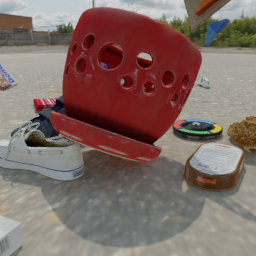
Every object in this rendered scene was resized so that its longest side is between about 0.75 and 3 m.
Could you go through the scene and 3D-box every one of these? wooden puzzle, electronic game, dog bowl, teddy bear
[{"bbox_3d":[1.510,-2.623,5.181,0.241,1.392,2.063,15,48,-34],"label":"wooden puzzle"},{"bbox_3d":[1.729,-0.008,7.000,1.229,0.256,1.229,0,18,0],"label":"electronic game"},{"bbox_3d":[-0.130,-1.897,10.772,2.361,0.930,2.361,1,1,0],"label":"dog bowl"},{"bbox_3d":[2.894,0.131,6.213,1.400,0.645,1.931,13,13,16],"label":"teddy bear"}]

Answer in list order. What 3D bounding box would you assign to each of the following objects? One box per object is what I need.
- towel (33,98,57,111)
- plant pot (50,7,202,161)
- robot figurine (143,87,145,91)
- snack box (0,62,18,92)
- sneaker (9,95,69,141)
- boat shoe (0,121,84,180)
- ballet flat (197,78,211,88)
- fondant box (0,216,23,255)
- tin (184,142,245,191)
[{"bbox_3d":[-2.241,-0.878,9.780,2.002,0.225,1.448,-5,16,-22],"label":"towel"},{"bbox_3d":[-0.083,-0.627,5.143,2.360,2.149,2.360,18,0,0],"label":"plant pot"},{"bbox_3d":[0.233,-0.792,8.640,1.873,0.752,2.584,8,20,23],"label":"robot figurine"},{"bbox_3d":[-2.856,-1.271,5.975,0.388,1.080,0.131,-38,-3,-46],"label":"snack box"},{"bbox_3d":[-1.493,-0.276,6.600,2.656,1.055,1.042,-16,25,-38],"label":"sneaker"},{"bbox_3d":[-1.740,0.278,5.053,2.103,0.897,0.777,10,20,28],"label":"boat shoe"},{"bbox_3d":[3.748,-2.257,13.719,0.463,0.463,1.335,-1,18,-4],"label":"ballet flat"},{"bbox_3d":[-1.830,1.233,3.049,1.070,0.312,0.772,7,19,23],"label":"fondant box"},{"bbox_3d":[1.575,0.627,4.986,0.887,0.332,1.584,14,22,26],"label":"tin"}]
